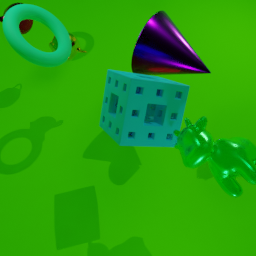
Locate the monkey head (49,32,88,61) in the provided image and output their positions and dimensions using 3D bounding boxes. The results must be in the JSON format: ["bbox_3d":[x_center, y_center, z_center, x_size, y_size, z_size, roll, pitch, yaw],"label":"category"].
[{"bbox_3d":[-1.509,-2.014,6.908,0.672,1.115,0.802,-51,34,7],"label":"monkey head"}]

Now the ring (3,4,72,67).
[{"bbox_3d":[-1.867,-1.950,5.907,1.474,0.295,1.474,22,54,-33],"label":"ring"}]

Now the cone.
[{"bbox_3d":[1.148,-1.567,6.285,1.567,1.561,1.561,31,67,18],"label":"cone"}]

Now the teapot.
[{"bbox_3d":[-3.024,-2.946,7.534,0.636,0.808,1.300,15,28,25],"label":"teapot"}]

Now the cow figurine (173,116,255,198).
[{"bbox_3d":[1.437,0.364,4.349,1.379,0.757,1.357,-19,63,-46],"label":"cow figurine"}]

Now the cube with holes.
[{"bbox_3d":[0.230,-0.358,4.883,1.058,1.058,1.058,3,16,-25],"label":"cube with holes"}]
